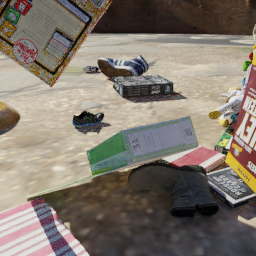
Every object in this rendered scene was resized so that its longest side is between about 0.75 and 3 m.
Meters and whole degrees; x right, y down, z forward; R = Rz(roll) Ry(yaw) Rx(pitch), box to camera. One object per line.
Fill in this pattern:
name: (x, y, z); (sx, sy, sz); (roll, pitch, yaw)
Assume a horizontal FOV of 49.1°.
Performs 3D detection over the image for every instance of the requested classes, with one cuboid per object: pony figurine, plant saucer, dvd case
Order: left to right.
plant saucer: (-4.514, -0.406, 8.458); (2.326, 0.412, 2.326); (0, 22, 0)
dvd case: (2.087, 1.044, 5.248); (1.253, 0.155, 0.942); (-9, 24, -25)
pony figurine: (3.532, -0.838, 7.899); (2.216, 1.912, 2.296); (-12, 21, 35)

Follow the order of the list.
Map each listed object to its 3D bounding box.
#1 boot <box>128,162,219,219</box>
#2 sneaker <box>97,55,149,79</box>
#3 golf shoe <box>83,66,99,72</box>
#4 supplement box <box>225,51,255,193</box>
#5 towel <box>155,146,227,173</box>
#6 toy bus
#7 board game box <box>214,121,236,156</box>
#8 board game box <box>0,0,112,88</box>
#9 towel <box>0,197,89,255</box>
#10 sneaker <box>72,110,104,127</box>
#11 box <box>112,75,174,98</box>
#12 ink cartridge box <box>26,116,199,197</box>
boot: (0.724, 1.080, 4.798); (1.501, 0.508, 0.980); (-3, 32, 5)
sneaker: (-0.210, -3.083, 13.858); (2.700, 0.946, 1.465); (27, 53, 37)
golf shoe: (-2.026, -3.293, 15.591); (0.905, 0.352, 0.428); (-14, 26, -28)
supplement box: (3.229, -0.008, 4.814); (2.178, 2.208, 1.466); (3, 21, -10)
towel: (1.126, 0.565, 6.390); (1.836, 0.209, 1.322); (22, 29, 39)
toy bus: (5.020, -2.043, 9.801); (1.273, 2.464, 2.325); (2, 49, 6)
board game box: (2.880, 0.287, 7.004); (0.992, 0.222, 1.893); (17, 27, 26)
board game box: (-1.922, -2.610, 6.735); (1.963, 2.591, 0.600); (36, 10, -15)
towel: (-1.389, 1.666, 3.657); (1.356, 0.277, 1.853); (-17, 30, -35)
sneaker: (-1.142, -0.319, 8.222); (1.027, 0.426, 0.364); (-13, 27, -29)
box: (0.581, -1.810, 11.785); (2.174, 0.473, 1.741); (-6, 23, -15)
ink cartridge box: (-0.386, 0.522, 4.796); (2.598, 0.623, 1.891); (-10, -10, -26)
